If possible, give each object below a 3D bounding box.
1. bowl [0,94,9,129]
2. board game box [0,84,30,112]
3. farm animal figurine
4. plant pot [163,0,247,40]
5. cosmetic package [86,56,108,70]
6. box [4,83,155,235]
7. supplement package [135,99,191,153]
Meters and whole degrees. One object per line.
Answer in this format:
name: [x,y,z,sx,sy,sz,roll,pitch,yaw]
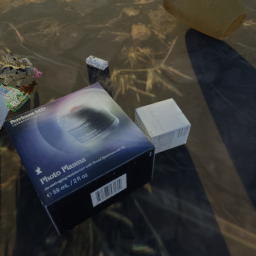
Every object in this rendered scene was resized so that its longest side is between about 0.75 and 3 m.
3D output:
bowl: [-4.126,-0.394,8.539,0.711,1.583,1.583,23,45,-25]
board game box: [-4.143,-1.056,9.731,1.212,0.176,0.816,20,52,16]
farm animal figurine: [-3.567,-1.993,9.540,1.342,0.836,1.662,26,32,-27]
plant pot: [3.463,-5.222,11.840,2.742,2.742,2.942,-32,71,-24]
cosmetic package: [-1.213,-2.559,10.965,0.819,0.207,0.338,24,55,19]
box: [-1.258,0.628,7.332,2.816,1.735,2.793,-27,54,-21]
supplement package: [0.992,-0.045,8.403,1.241,0.912,1.186,-17,52,-13]
